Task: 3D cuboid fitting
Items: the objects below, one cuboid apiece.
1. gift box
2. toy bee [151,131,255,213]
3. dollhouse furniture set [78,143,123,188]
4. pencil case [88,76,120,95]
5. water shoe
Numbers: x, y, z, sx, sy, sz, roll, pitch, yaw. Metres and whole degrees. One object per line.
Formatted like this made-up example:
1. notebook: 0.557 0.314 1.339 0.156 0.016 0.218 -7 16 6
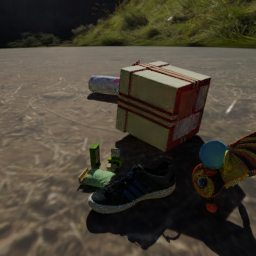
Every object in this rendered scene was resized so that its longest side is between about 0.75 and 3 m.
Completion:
1. gift box: 1.108 -0.840 9.450 2.444 2.415 2.617 26 27 33
2. toy bee: 1.907 1.011 5.844 1.616 1.342 2.469 16 -35 -42
3. dollhouse furniture set: -0.670 0.914 7.017 0.806 0.618 1.231 5 21 14
4. pencil case: -1.056 -2.271 15.158 2.218 1.006 0.922 12 -18 27
5. water shoe: 0.092 1.168 6.057 2.054 0.811 0.734 -10 23 -26
